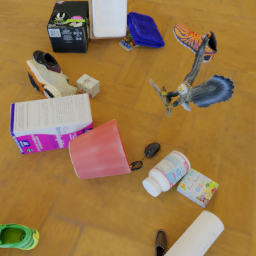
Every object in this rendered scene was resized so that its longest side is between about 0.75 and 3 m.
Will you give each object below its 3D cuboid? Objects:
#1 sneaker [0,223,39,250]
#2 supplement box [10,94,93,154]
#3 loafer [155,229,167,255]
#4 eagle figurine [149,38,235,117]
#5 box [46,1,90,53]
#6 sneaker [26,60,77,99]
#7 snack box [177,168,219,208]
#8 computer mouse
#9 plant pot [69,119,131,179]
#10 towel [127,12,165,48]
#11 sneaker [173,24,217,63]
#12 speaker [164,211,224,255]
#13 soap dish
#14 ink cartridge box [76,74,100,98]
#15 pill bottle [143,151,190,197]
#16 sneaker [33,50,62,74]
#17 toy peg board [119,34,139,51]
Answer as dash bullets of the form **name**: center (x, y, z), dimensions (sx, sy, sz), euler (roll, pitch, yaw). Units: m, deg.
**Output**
- **sneaker**: center (-3.894, 3.208, 8.452), dimensions (2.299, 0.961, 0.852), euler (-2, 54, -1)
- **supplement box**: center (-2.792, -0.167, 10.689), dimensions (2.873, 1.454, 1.485), euler (-10, 54, -7)
- **loafer**: center (1.012, 3.595, 8.530), dimensions (0.381, 0.370, 1.042), euler (5, 53, 4)
- **eagle figurine**: center (2.004, -1.333, 8.683), dimensions (2.299, 1.744, 1.735), euler (-34, 23, 26)
- **box**: center (-2.935, -5.249, 14.466), dimensions (1.818, 1.522, 2.448), euler (2, 53, 2)
- **sneaker**: center (-3.419, -2.112, 12.534), dimensions (1.338, 1.101, 2.909), euler (-31, 66, -30)
- **snack box**: center (2.402, 2.056, 9.692), dimensions (1.102, 0.373, 0.930), euler (30, 59, 23)
- **computer mouse**: center (0.634, 1.040, 10.523), dimensions (0.472, 0.274, 1.610), euler (38, 62, 24)
- **plant pot**: center (-0.986, 0.861, 9.765), dimensions (1.761, 1.990, 1.990), euler (-17, 54, 0)
- **towel**: center (0.894, -5.232, 14.771), dimensions (1.783, 0.598, 2.415), euler (1, 51, -22)
- **sneaker**: center (2.870, -3.736, 11.500), dimensions (2.110, 1.182, 0.819), euler (41, 72, 1)
- **speaker**: center (1.990, 3.436, 8.378), dimensions (1.997, 0.811, 0.811), euler (-38, 62, -25)
- **soap dish**: center (-1.068, -5.942, 14.361), dimensions (1.992, 2.532, 1.028), euler (-9, 29, -20)
- **ink cartridge box**: center (-1.774, -1.875, 12.498), dimensions (0.847, 0.615, 0.613), euler (31, 59, 21)
- **pill bottle**: center (1.324, 1.592, 9.713), dimensions (1.645, 0.895, 0.895), euler (-37, 61, -24)
- **sneaker**: center (-3.892, -3.343, 13.411), dimensions (0.798, 0.923, 2.108), euler (-36, 61, -24)
- **toy peg board**: center (0.060, -4.510, 14.633), dimensions (0.778, 0.382, 0.781), euler (-35, 60, -24)
